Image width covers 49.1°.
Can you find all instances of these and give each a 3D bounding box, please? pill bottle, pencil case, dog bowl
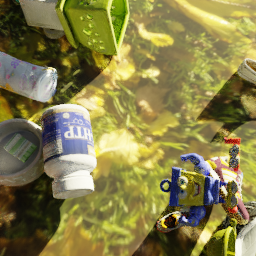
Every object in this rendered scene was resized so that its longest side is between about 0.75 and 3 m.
[{"bbox_3d":[-1.594,0.656,7.603,1.375,1.375,2.297,-10,67,-5],"label":"pill bottle"},{"bbox_3d":[-3.529,-1.714,8.852,2.537,1.055,1.151,19,80,10],"label":"pencil case"},{"bbox_3d":[-3.239,0.627,8.055,2.009,0.589,2.009,0,66,1],"label":"dog bowl"}]

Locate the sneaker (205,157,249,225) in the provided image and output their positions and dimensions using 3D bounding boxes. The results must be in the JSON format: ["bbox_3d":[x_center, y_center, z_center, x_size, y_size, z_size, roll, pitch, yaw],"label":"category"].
[{"bbox_3d":[2.714,1.501,7.293,0.897,0.746,1.990,-18,45,-5],"label":"sneaker"}]

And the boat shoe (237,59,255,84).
[{"bbox_3d":[4.543,-1.700,9.074,1.892,0.661,0.671,31,69,13],"label":"boat shoe"}]

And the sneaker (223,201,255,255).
[{"bbox_3d":[2.847,2.812,7.023,0.917,0.855,2.313,47,65,-13],"label":"sneaker"}]

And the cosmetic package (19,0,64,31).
[{"bbox_3d":[-2.609,-4.871,10.082,1.436,1.132,2.669,12,59,7],"label":"cosmetic package"}]

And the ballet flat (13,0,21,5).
[{"bbox_3d":[-4.041,-5.518,10.925,0.730,0.730,1.966,21,65,9],"label":"ballet flat"}]

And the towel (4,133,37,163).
[{"bbox_3d":[-3.158,0.578,8.241,0.816,0.125,0.608,32,72,11],"label":"towel"}]

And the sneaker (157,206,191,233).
[{"bbox_3d":[1.361,2.385,7.287,1.232,0.506,0.480,-21,67,-10],"label":"sneaker"}]

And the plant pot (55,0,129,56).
[{"bbox_3d":[-1.151,-3.891,9.373,1.894,2.088,2.077,7,66,12],"label":"plant pot"}]

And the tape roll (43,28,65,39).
[{"bbox_3d":[-2.672,-3.631,10.185,0.789,0.261,0.789,0,65,-1],"label":"tape roll"}]

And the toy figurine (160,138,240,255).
[{"bbox_3d":[1.137,1.177,4.588,1.248,1.098,2.082,3,80,22],"label":"toy figurine"}]
